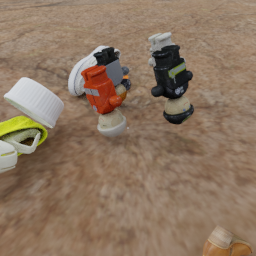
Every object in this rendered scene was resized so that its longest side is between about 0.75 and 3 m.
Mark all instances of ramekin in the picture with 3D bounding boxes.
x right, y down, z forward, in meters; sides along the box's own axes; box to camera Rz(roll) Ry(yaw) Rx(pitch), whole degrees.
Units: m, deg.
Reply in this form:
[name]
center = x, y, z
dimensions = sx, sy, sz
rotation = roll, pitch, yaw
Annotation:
[ramekin]
center = -2.236, -0.625, 6.855
dimensions = 1.358, 1.358, 0.662
rotation = 24, 75, 30

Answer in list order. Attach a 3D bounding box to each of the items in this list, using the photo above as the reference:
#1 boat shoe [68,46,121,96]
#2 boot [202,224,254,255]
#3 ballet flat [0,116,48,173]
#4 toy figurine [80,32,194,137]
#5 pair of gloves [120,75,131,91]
[boat shoe]
center = -1.044, -1.936, 9.404
dimensions = 0.818, 0.896, 2.490
rotation = 11, 44, 26
[boot]
center = 1.445, 1.987, 4.230
dimensions = 0.408, 1.064, 0.826
rotation = 23, 79, 48
[ballet flat]
center = -2.572, 0.399, 5.762
dimensions = 0.996, 0.993, 2.973
rotation = 18, 18, 5
[toy figurine]
center = 0.286, -1.125, 7.208
dimensions = 2.623, 1.825, 2.582
rotation = -14, 27, 8
[pair of gloves]
center = -0.399, -1.476, 9.547
dimensions = 0.987, 0.122, 0.879
rotation = -7, 44, -1
